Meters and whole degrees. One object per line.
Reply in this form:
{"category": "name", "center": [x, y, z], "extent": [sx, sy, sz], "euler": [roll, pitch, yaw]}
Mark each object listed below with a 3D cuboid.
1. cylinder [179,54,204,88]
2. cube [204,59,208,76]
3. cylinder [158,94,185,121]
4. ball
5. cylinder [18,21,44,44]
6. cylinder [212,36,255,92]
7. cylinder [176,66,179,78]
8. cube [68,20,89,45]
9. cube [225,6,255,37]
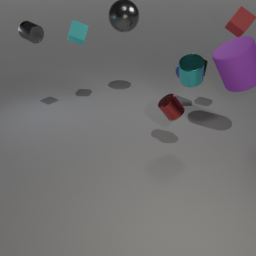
{"category": "cylinder", "center": [1.826, -1.645, 8.062], "extent": [0.700, 0.700, 0.700], "euler": [-6, 57, 9]}
{"category": "cube", "center": [2.947, -2.668, 12.295], "extent": [0.700, 0.700, 0.700], "euler": [15, -6, -27]}
{"category": "cylinder", "center": [1.524, -0.730, 9.850], "extent": [0.700, 0.700, 0.700], "euler": [-34, 25, 19]}
{"category": "ball", "center": [-0.187, -5.095, 12.751], "extent": [1.400, 1.400, 1.400], "euler": [0, 29, 0]}
{"category": "cylinder", "center": [-3.781, -3.750, 10.956], "extent": [0.700, 0.700, 0.700], "euler": [30, 39, 26]}
{"category": "cylinder", "center": [3.858, -2.213, 9.765], "extent": [1.400, 1.400, 1.400], "euler": [-26, 29, 16]}
{"category": "cylinder", "center": [2.691, -2.674, 12.964], "extent": [0.700, 0.700, 0.700], "euler": [-33, 41, -26]}
{"category": "cube", "center": [-2.176, -4.122, 12.148], "extent": [0.700, 0.700, 0.700], "euler": [17, -3, -15]}
{"category": "cube", "center": [4.180, -3.944, 10.461], "extent": [0.700, 0.700, 0.700], "euler": [38, 4, 3]}
